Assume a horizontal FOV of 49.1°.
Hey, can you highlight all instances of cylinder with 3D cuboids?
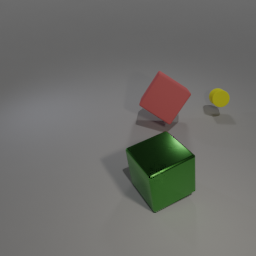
[{"bbox_3d":[3.823,-1.277,11.767,0.700,0.700,0.700,2,16,3],"label":"cylinder"}]

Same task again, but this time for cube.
[{"bbox_3d":[0.929,1.191,7.931,1.400,1.400,1.400,-22,37,-17],"label":"cube"},{"bbox_3d":[1.413,-1.217,10.889,1.400,1.400,1.400,32,16,-4],"label":"cube"}]
